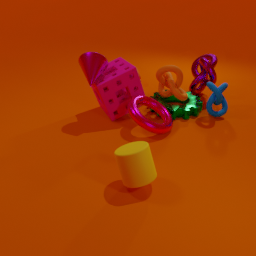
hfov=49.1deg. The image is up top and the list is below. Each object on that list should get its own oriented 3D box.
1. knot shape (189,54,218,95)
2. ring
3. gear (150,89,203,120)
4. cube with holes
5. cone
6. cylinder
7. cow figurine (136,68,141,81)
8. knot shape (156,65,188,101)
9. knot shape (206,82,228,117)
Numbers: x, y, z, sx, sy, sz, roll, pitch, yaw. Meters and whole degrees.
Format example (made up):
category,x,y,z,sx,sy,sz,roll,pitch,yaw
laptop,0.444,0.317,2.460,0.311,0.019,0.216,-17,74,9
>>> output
category,x,y,z,sx,sy,sz,roll,pitch,yaw
knot shape,2.908,-2.028,10.991,0.799,1.619,1.730,14,32,-3
ring,0.714,-0.438,8.801,1.603,0.321,1.603,21,37,-17
gear,1.723,-0.891,10.191,1.891,0.350,1.891,-1,30,0
cube with holes,-0.399,-1.363,9.601,1.380,1.380,1.380,-28,35,-9
cone,-1.109,-1.653,8.603,0.942,0.942,0.946,1,62,2
cylinder,0.175,0.813,6.347,0.803,0.803,0.803,-15,14,4
cow figurine,-0.089,-2.137,12.026,1.223,0.671,1.204,-41,51,-11
knot shape,1.472,-1.612,9.707,0.661,1.338,1.430,-37,47,-15
knot shape,2.968,-1.091,9.386,0.577,1.168,1.249,1,62,34
